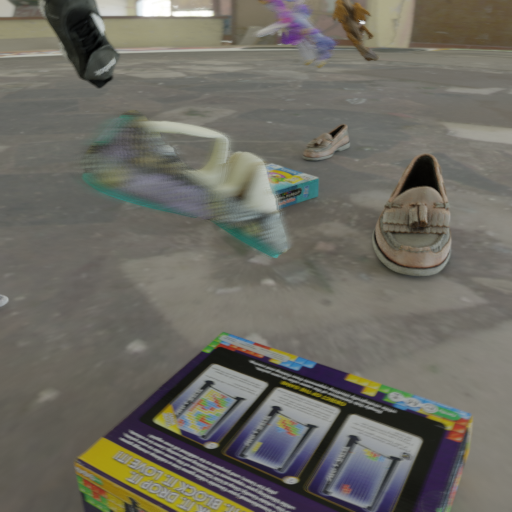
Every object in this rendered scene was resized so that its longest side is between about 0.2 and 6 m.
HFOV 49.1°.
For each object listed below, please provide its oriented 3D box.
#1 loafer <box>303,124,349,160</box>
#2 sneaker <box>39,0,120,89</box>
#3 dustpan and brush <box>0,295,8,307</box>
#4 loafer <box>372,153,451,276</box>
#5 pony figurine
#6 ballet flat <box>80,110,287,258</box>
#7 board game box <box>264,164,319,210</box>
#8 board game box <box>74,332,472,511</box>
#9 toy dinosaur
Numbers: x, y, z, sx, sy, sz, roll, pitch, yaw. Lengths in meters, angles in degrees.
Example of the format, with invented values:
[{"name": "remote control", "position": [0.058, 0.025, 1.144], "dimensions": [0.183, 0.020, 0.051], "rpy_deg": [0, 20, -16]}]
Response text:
[{"name": "loafer", "position": [1.708, -2.804, 13.730], "dimensions": [0.670, 0.586, 1.863], "rpy_deg": [16, 29, 31]}, {"name": "sneaker", "position": [-2.568, -3.300, 8.560], "dimensions": [0.819, 1.114, 2.463], "rpy_deg": [-36, 3, -11]}, {"name": "dustpan and brush", "position": [-4.370, 0.350, 6.994], "dimensions": [2.580, 0.738, 1.801], "rpy_deg": [-2, 32, 12]}, {"name": "loafer", "position": [2.496, -0.775, 8.827], "dimensions": [1.159, 1.014, 3.225], "rpy_deg": [7, 26, 14]}, {"name": "pony figurine", "position": [0.721, -4.461, 10.718], "dimensions": [1.504, 1.806, 1.743], "rpy_deg": [-45, 23, 8]}, {"name": "ballet flat", "position": [-0.288, -0.516, 4.172], "dimensions": [0.734, 0.734, 2.041], "rpy_deg": [23, 2, 41]}, {"name": "board game box", "position": [0.112, -1.278, 10.645], "dimensions": [1.755, 0.412, 1.325], "rpy_deg": [-21, 32, -38]}, {"name": "board game box", "position": [0.203, 1.581, 4.186], "dimensions": [2.321, 0.658, 1.919], "rpy_deg": [14, 30, 28]}, {"name": "toy dinosaur", "position": [1.268, -3.471, 7.917], "dimensions": [0.482, 1.595, 0.847], "rpy_deg": [-20, 15, 10]}]
